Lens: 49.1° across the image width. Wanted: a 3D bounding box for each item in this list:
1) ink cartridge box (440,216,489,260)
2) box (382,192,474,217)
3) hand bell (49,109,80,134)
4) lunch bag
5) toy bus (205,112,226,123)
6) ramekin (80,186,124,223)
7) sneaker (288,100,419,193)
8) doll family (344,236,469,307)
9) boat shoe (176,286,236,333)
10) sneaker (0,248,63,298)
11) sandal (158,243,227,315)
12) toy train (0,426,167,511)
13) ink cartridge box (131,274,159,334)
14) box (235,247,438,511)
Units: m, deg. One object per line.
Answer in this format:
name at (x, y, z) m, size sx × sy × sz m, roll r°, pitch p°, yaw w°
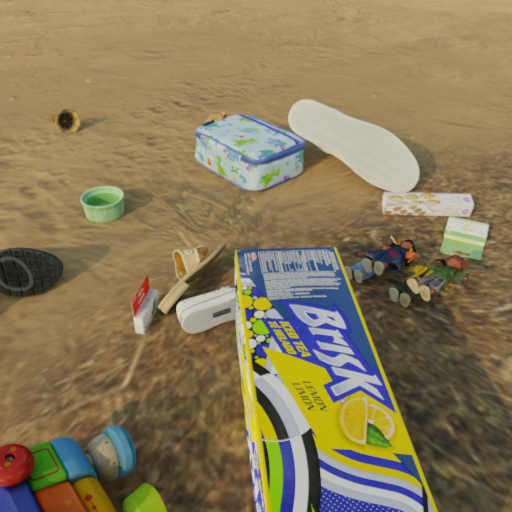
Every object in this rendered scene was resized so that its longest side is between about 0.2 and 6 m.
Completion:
ink cartridge box at (4.006, -0.345, 10.764) m, size 0.767 × 0.253 × 1.054 m, roll 15°, pitch 37°, yaw 19°
box at (3.536, -1.071, 11.613) m, size 1.800 × 0.348 × 0.373 m, roll 2°, pitch 49°, yaw 3°
hand bell at (-5.355, -3.722, 15.284) m, size 0.663 × 0.663 × 1.273 m, roll -26°, pitch 30°, yaw -31°
lunch bag at (-0.148, -2.503, 13.130) m, size 1.919 × 0.984 × 2.388 m, roll -25°, pitch 44°, yaw -35°
toy bus at (-1.106, -3.508, 15.012) m, size 0.428 × 0.356 × 1.095 m, roll 7°, pitch 37°, yaw 12°
ramekin at (-3.145, -1.048, 11.560) m, size 0.867 × 0.424 × 0.867 m, roll 0°, pitch 36°, yaw 0°
sneaker at (2.353, -2.587, 13.005) m, size 3.188 × 1.174 × 1.842 m, roll 34°, pitch 16°, yaw 7°
doll family at (2.553, 0.189, 9.538) m, size 1.277 × 0.867 × 2.209 m, roll -31°, pitch 43°, yaw -28°
boat shoe at (-0.458, 0.730, 9.021) m, size 1.701 × 0.603 × 0.594 m, roll -17°, pitch 37°, yaw -15°
sneaker at (-4.513, 0.198, 9.539) m, size 2.333 × 0.886 × 1.059 m, roll -2°, pitch 17°, yaw -16°
sandal at (-1.208, 0.161, 9.549) m, size 0.621 × 0.692 × 1.888 m, roll 38°, pitch 47°, yaw 1°
toy train at (-1.568, 2.913, 5.676) m, size 1.590 × 1.163 × 2.747 m, roll -13°, pitch 36°, yaw -39°
ink cartridge box at (-1.749, 0.761, 8.889) m, size 0.160 × 0.639 × 0.737 m, roll 8°, pitch 37°, yaw 8°
box at (0.662, 1.903, 6.432) m, size 1.528 × 1.665 × 4.751 m, roll -3°, pitch 36°, yaw -4°
